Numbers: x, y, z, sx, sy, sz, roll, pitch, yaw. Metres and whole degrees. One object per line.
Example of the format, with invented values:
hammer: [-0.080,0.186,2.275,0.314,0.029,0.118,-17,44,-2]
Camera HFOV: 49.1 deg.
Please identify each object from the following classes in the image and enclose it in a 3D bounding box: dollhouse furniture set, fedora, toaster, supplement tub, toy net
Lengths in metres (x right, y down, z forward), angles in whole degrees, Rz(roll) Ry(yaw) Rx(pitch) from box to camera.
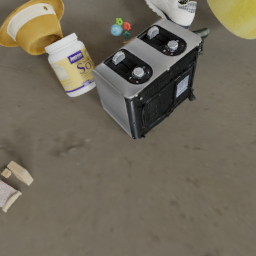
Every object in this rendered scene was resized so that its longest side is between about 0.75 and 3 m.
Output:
dollhouse furniture set: [-2.934,1.433,6.206,0.747,0.638,1.441,28,62,17]
fedora: [-2.644,-2.853,8.324,2.320,2.320,0.946,-38,93,-21]
toaster: [0.533,-1.098,6.918,2.240,2.477,1.470,-40,65,-14]
supplement tub: [-1.488,-1.695,7.579,1.048,1.441,1.048,-23,23,10]
toy net: [0.043,-2.306,6.999,0.990,0.520,0.191,34,39,-12]

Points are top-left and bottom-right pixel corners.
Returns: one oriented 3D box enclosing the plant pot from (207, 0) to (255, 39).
plant pot: [3.599,-3.982,7.381,2.609,1.852,2.609,6,76,-26]

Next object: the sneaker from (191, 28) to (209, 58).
sneaker: [2.079,-2.476,8.341,0.588,1.538,0.881,-15,102,-1]

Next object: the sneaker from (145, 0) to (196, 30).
sneaker: [1.332,-3.959,8.724,0.893,0.941,2.338,-14,53,-27]

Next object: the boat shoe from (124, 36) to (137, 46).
boat shoe: [0.670,-2.576,8.728,0.771,0.695,2.144,31,59,30]
